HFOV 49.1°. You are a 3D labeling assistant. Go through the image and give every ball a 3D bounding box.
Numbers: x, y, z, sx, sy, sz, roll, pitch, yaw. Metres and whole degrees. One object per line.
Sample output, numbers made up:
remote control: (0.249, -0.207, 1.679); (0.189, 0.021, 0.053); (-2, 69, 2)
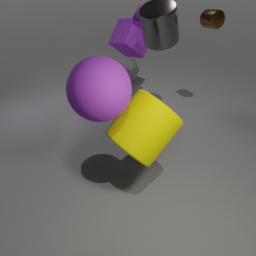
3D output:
ball: (-0.619, -0.826, 6.019); (1.400, 1.400, 1.400); (0, 30, 0)

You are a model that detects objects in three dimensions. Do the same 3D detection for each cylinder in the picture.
cylinder: (3.330, -4.307, 11.067); (0.700, 0.700, 0.700); (-14, 28, -23)
cylinder: (0.399, 0.001, 6.975); (1.400, 1.400, 1.400); (-52, 43, 1)
cylinder: (1.205, -3.922, 10.641); (1.400, 1.400, 1.400); (-8, 50, 9)

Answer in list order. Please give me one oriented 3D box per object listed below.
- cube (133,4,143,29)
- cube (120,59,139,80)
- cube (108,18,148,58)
cube: (0.662, -4.557, 11.605); (0.700, 0.700, 0.700); (30, 1, 3)
cube: (0.028, -2.778, 13.385); (0.700, 0.700, 0.700); (0, 53, 30)
cube: (0.157, -4.459, 13.915); (1.400, 1.400, 1.400); (26, -3, -43)
